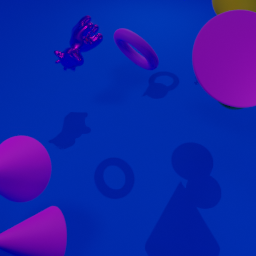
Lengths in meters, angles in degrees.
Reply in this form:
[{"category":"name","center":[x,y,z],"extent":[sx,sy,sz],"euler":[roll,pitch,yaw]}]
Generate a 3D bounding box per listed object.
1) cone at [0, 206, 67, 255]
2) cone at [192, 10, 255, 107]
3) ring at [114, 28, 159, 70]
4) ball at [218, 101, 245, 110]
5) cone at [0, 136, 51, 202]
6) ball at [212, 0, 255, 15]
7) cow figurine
[{"category":"cone","center":[-1.618,1.696,4.242],"extent":[0.998,0.994,0.994],"euler":[14,37,-39]},{"category":"cone","center":[1.771,-1.086,5.241],"extent":[1.572,1.578,1.572],"euler":[0,88,-3]},{"category":"ring","center":[0.171,-1.643,5.923],"extent":[1.144,1.144,0.229],"euler":[36,85,28]},{"category":"ball","center":[2.261,-0.804,5.895],"extent":[0.850,0.850,0.850],"euler":[0,49,0]},{"category":"cone","center":[-2.123,0.719,4.649],"extent":[1.238,1.243,1.238],"euler":[-1,86,10]},{"category":"ball","center":[2.357,-2.798,5.947],"extent":[1.098,1.098,1.098],"euler":[0,49,0]},{"category":"cow figurine","center":[-1.310,-2.169,7.273],"extent":[1.336,0.745,1.358],"euler":[-36,40,14]}]
